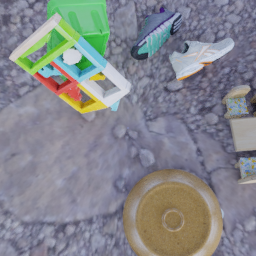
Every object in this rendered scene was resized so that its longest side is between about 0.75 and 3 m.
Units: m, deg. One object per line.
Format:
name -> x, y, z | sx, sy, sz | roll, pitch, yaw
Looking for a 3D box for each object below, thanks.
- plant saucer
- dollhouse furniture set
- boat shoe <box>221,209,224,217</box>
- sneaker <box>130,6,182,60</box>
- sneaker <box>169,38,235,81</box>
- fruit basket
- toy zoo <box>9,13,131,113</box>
plant saucer -> 1.107, 2.280, 7.009 | 2.549, 0.451, 2.549 | -1, 76, 6
dollhouse furniture set -> 4.128, 0.005, 7.073 | 2.799, 1.860, 2.453 | -4, 74, -1
boat shoe -> 1.988, 2.133, 7.267 | 0.985, 0.447, 0.349 | 21, 72, -22
sneaker -> 0.669, -2.925, 8.605 | 0.953, 0.810, 2.177 | 39, 66, 21
sneaker -> 2.138, -2.249, 8.144 | 2.049, 0.776, 0.943 | -31, 93, -11
fruit basket -> -1.393, -2.671, 7.612 | 1.707, 2.366, 2.366 | -15, 73, -24
toy zoo -> -1.257, -1.281, 7.052 | 1.880, 2.866, 0.293 | -19, 44, 38
